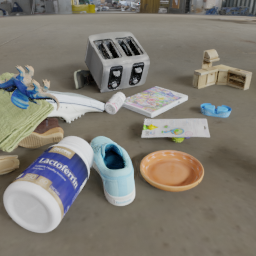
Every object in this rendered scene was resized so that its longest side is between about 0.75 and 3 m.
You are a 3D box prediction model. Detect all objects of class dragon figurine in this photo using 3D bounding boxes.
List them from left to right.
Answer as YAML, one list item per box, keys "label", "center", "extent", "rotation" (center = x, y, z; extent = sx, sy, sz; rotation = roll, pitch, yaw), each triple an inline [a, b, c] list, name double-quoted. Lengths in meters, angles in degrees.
- label: "dragon figurine"
  center: [-1.973, -0.676, 5.527]
  extent: [1.640, 0.815, 0.483]
  rotation: [39, 26, 8]

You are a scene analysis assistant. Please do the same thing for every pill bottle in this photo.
- label: "pill bottle"
  center: [-1.702, 1.187, 6.624]
  extent: [1.310, 1.310, 2.264]
  rotation: [8, 29, 14]
- label: "pill bottle"
  center: [-0.508, -1.032, 11.440]
  extent: [0.540, 0.540, 0.952]
  rotation: [13, 44, 23]

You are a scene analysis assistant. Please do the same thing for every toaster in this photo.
- label: "toaster"
  center: [-0.602, -3.348, 13.817]
  extent: [2.543, 1.669, 2.812]
  rotation: [-14, 58, -25]

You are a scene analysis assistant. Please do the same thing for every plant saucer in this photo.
- label: "plant saucer"
  center: [1.186, 1.187, 7.693]
  extent: [1.722, 0.322, 1.722]
  rotation: [0, 27, 0]

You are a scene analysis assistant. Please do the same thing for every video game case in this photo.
- label: "video game case"
  center: [1.139, -1.215, 12.308]
  extent: [1.865, 0.235, 2.604]
  rotation: [24, 36, 37]

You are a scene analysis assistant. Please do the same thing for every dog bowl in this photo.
- label: "dog bowl"
  center: [3.521, -0.700, 11.275]
  extent: [1.191, 0.295, 0.664]
  rotation: [10, 30, 17]

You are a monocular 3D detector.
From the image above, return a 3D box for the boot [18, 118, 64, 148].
- label: "boot"
  center: [-3.030, 0.107, 9.467]
  extent: [1.595, 0.577, 1.327]
  rotation: [-3, 28, -24]

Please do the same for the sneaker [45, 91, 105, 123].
- label: "sneaker"
  center: [-2.189, -0.756, 10.686]
  extent: [2.996, 1.061, 1.094]
  rotation: [4, 15, -42]

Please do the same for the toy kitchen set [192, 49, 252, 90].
- label: "toy kitchen set"
  center: [4.607, -2.785, 13.665]
  extent: [2.113, 1.724, 1.906]
  rotation: [-18, 33, -31]

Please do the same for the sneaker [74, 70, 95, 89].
- label: "sneaker"
  center: [-2.060, -2.553, 14.199]
  extent: [1.133, 0.798, 2.134]
  rotation: [-2, 27, 1]

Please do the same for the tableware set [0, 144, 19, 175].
- label: "tableware set"
  center: [-4.230, 0.794, 8.489]
  extent: [1.910, 0.265, 2.287]
  rotation: [-7, 28, -13]

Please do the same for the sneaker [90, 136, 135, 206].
- label: "sneaker"
  center: [-0.430, 0.739, 7.630]
  extent: [1.051, 1.165, 2.844]
  rotation: [-9, 29, -19]

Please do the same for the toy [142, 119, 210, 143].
- label: "toy"
  center: [1.585, 0.139, 9.477]
  extent: [2.152, 0.508, 1.239]
  rotation: [3, 31, 8]

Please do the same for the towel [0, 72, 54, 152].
- label: "towel"
  center: [-3.956, -0.612, 9.128]
  extent: [2.909, 0.531, 2.158]
  rotation: [35, 68, 29]
